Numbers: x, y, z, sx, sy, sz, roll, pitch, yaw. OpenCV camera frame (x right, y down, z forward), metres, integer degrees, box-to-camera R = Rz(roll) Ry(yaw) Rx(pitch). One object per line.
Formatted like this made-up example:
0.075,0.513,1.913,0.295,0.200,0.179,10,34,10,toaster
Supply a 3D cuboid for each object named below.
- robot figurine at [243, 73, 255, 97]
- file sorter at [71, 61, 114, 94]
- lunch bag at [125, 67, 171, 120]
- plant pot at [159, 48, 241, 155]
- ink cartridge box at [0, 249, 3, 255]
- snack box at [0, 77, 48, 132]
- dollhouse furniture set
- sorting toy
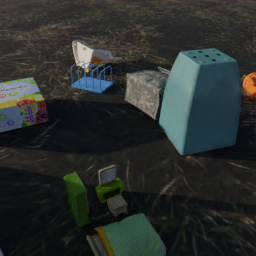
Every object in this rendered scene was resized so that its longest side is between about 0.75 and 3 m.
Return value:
5.273,-1.712,11.327,1.052,0.853,1.463,-10,35,-13,robot figurine
-1.549,-2.244,12.065,1.526,0.936,1.059,15,35,22,file sorter
1.375,-1.423,10.463,2.320,1.364,1.902,-15,35,-32,lunch bag
2.178,-0.908,8.467,1.867,2.642,1.866,-10,34,-13,plant pot
-3.083,1.880,5.048,1.949,1.711,0.817,27,42,36,ink cartridge box
-4.419,-0.782,9.798,2.725,0.922,2.298,-14,34,-20,snack box
-0.283,1.773,5.811,1.374,1.052,2.097,-17,37,-24,dollhouse furniture set
-1.446,-3.603,14.116,1.982,1.176,2.202,-12,33,-31,sorting toy
